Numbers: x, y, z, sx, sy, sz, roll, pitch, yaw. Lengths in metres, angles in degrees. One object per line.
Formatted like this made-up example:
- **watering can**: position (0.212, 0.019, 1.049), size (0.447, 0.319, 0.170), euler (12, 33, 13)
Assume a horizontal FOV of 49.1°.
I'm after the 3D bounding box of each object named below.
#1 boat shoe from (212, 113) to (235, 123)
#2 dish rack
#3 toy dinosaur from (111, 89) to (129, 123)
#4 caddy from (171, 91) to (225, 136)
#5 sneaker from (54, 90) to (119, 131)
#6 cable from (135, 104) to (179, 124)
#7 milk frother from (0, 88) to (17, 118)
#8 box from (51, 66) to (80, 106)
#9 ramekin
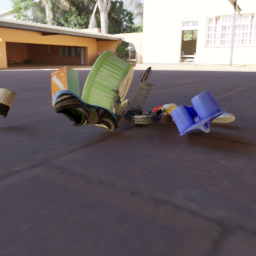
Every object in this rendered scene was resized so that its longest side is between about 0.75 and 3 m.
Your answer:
- **boat shoe**: position (2.664, -0.436, 8.602), size (1.252, 0.446, 0.437), euler (4, -17, 44)
- **dish rack**: position (0.432, -1.039, 8.686), size (0.481, 1.765, 1.354), euler (26, 18, 3)
- **toy dinosaur**: position (-0.257, -0.650, 7.788), size (0.398, 0.739, 1.676), euler (-8, -19, -19)
- **caddy**: position (1.819, -0.277, 7.096), size (1.174, 0.871, 1.660), euler (-31, -9, 23)
- **sneaker**: position (-1.104, -0.291, 7.337), size (1.902, 0.788, 0.674), euler (26, -44, -32)
- **cable**: position (0.752, -0.455, 8.097), size (1.216, 0.630, 2.503), euler (8, 5, 33)
- **milk frother**: position (-3.951, -0.840, 8.387), size (0.764, 0.796, 0.846), euler (10, -16, 25)
- **box**: position (-2.319, -1.476, 10.376), size (0.823, 1.323, 0.645), euler (-15, -16, 32)
- **ramekin**: position (-0.633, -1.473, 9.706), size (1.043, 2.135, 2.135), euler (25, 18, 6)
